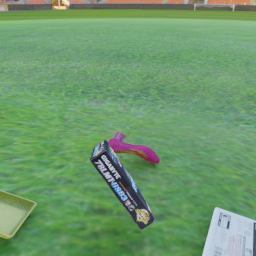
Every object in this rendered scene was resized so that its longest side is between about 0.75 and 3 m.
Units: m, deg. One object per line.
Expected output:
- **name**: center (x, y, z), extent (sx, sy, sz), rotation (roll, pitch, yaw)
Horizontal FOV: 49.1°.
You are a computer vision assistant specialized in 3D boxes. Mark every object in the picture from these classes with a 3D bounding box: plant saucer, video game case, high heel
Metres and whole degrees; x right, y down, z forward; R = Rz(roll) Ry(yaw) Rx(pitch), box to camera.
- **plant saucer**: center (-2.328, 1.573, 5.081), extent (0.980, 0.235, 0.982), rotation (19, 21, 1)
- **video game case**: center (1.967, 1.965, 4.265), extent (1.529, 0.196, 1.681), rotation (15, 22, 20)
- **high heel**: center (0.108, 0.654, 6.866), extent (1.337, 0.451, 0.643), rotation (29, 57, 7)

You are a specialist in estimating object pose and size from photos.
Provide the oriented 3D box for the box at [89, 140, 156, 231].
- **box**: center (-0.121, 0.877, 4.711), extent (0.330, 1.320, 1.330), rotation (-36, 5, -2)
